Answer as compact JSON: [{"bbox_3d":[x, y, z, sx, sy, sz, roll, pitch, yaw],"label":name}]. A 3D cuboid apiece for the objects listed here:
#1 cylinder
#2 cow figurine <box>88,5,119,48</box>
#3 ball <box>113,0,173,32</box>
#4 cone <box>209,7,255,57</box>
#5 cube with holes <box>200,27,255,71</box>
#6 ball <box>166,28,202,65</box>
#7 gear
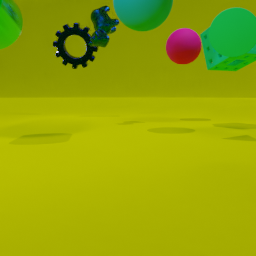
[{"bbox_3d":[-2.794,-2.251,5.333,1.212,1.212,1.212,0,-1,-4],"label":"cylinder"},{"bbox_3d":[-0.882,-3.148,8.748,1.227,1.247,0.685,-30,-6,-27],"label":"cow figurine"},{"bbox_3d":[0.350,-2.988,6.536,1.393,1.393,1.393,0,7,0],"label":"ball"},{"bbox_3d":[2.188,-2.007,5.632,0.911,0.911,0.914,4,31,28],"label":"cone"},{"bbox_3d":[3.019,-2.429,8.119,1.158,1.158,1.158,-4,-11,-26],"label":"cube with holes"},{"bbox_3d":[2.032,-2.977,10.260,1.287,1.287,1.287,0,7,0],"label":"ball"},{"bbox_3d":[-2.234,-3.506,12.009,1.866,1.866,0.345,0,25,1],"label":"gear"}]
